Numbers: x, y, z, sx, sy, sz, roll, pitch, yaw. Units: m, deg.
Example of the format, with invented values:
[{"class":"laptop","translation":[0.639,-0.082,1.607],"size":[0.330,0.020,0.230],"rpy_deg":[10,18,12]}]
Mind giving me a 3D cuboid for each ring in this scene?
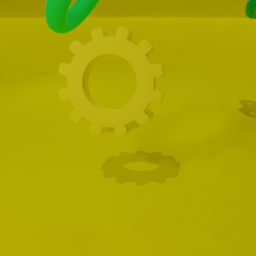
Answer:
[{"class":"ring","translation":[-0.967,-2.870,5.816],"size":[0.415,2.077,2.077],"rpy_deg":[38,26,-5]}]

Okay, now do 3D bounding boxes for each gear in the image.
[{"class":"gear","translation":[-0.260,-0.702,4.380],"size":[1.642,1.642,0.304],"rpy_deg":[5,9,10]}]

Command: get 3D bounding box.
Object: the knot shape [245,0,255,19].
[{"class":"knot shape","translation":[3.227,-3.320,6.575],"size":[0.765,1.550,1.656],"rpy_deg":[6,54,16]}]
